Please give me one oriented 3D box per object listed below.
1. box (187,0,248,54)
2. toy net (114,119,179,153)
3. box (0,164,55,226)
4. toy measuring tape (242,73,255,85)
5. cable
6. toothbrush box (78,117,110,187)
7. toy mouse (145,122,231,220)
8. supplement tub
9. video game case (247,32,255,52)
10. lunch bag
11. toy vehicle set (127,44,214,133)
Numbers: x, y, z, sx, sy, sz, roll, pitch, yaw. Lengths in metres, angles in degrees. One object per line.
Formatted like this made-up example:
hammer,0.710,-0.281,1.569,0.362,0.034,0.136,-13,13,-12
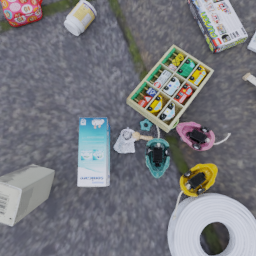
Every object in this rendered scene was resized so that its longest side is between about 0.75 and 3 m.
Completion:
box,2.787,-3.464,8.857,1.117,0.352,2.029,-21,76,0
toy net,0.422,-0.053,8.265,2.085,0.403,1.094,-31,82,-8
box,-2.615,1.570,7.033,0.749,2.192,0.900,16,91,3
toy measuring tape,4.345,-0.809,8.433,0.806,0.806,2.192,-39,61,-7
cable,2.289,2.979,7.503,2.417,0.837,2.417,16,80,3
toothbrush box,-0.892,0.703,7.706,0.764,1.311,1.791,-1,80,0
toy mouse,1.450,0.653,8.034,2.909,0.563,2.586,-39,73,-11
supplement tub,-1.506,-3.455,8.824,0.674,0.674,0.926,35,81,6
video game case,4.793,-2.890,8.914,1.423,0.179,1.564,29,79,9
lunch bag,-3.389,-4.112,8.977,1.314,0.611,1.492,-19,80,-3
toy vehicle set,1.267,-1.225,8.327,1.506,0.321,2.424,35,72,11
